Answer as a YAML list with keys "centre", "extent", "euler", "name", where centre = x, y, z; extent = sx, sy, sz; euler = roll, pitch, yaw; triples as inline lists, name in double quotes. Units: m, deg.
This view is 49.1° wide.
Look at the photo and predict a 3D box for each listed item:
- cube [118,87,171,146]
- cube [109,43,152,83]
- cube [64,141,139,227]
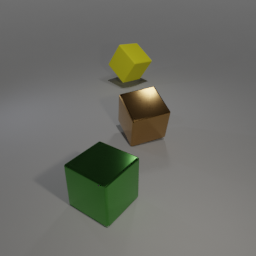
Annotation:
- centre: [0.535, -0.428, 10.201]
  extent: [1.400, 1.400, 1.400]
  euler: [-15, 53, -15]
  name: "cube"
- centre: [0.105, -3.470, 14.880]
  extent: [1.400, 1.400, 1.400]
  euler: [-22, 68, -44]
  name: "cube"
- centre: [-0.658, 1.434, 7.487]
  extent: [1.400, 1.400, 1.400]
  euler: [20, 36, 30]
  name: "cube"
